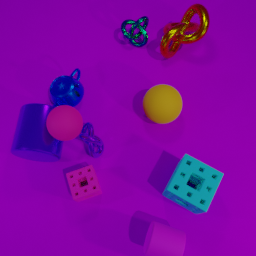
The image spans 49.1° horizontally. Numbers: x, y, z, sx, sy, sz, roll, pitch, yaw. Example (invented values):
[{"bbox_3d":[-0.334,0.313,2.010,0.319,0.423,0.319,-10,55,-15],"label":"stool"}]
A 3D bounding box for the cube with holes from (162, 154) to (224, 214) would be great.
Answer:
[{"bbox_3d":[1.728,1.559,7.660,1.095,1.095,1.095,28,72,10],"label":"cube with holes"}]

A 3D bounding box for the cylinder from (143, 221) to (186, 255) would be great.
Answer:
[{"bbox_3d":[0.899,2.862,6.975,0.842,0.842,0.842,19,71,2],"label":"cylinder"}]

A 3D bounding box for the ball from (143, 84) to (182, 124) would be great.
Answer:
[{"bbox_3d":[1.031,-0.715,8.399,1.176,1.176,1.176,0,70,0],"label":"ball"}]

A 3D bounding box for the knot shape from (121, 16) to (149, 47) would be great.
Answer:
[{"bbox_3d":[0.342,-3.345,9.465,0.994,1.063,0.491,-48,36,10],"label":"knot shape"}]

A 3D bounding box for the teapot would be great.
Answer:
[{"bbox_3d":[-1.989,-1.119,8.708,1.097,0.864,1.765,26,75,22],"label":"teapot"}]

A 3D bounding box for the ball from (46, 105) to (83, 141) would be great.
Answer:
[{"bbox_3d":[-1.643,-0.127,7.299,0.928,0.928,0.928,0,70,0],"label":"ball"}]

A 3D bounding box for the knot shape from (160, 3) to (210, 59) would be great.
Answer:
[{"bbox_3d":[1.878,-3.210,9.103,0.887,1.797,1.921,45,54,-18],"label":"knot shape"}]

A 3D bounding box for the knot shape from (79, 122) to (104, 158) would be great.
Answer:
[{"bbox_3d":[-1.098,0.295,8.221,0.501,1.084,1.014,-30,58,-5],"label":"knot shape"}]

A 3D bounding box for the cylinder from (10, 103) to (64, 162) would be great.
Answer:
[{"bbox_3d":[-2.512,0.169,8.031,1.357,1.357,1.357,5,70,2],"label":"cylinder"}]

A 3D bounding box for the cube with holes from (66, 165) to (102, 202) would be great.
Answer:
[{"bbox_3d":[-1.213,1.570,7.847,0.738,0.738,0.738,-19,71,-7],"label":"cube with holes"}]
